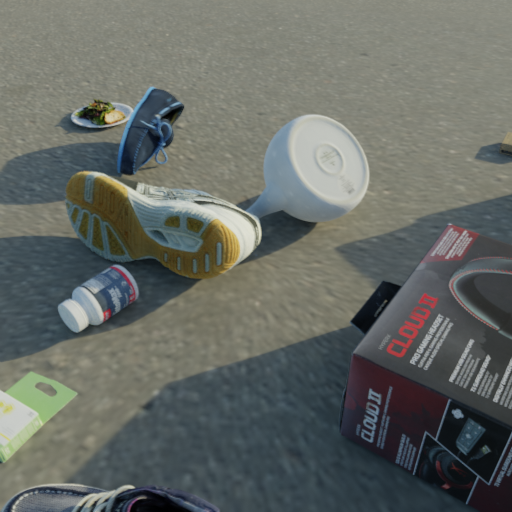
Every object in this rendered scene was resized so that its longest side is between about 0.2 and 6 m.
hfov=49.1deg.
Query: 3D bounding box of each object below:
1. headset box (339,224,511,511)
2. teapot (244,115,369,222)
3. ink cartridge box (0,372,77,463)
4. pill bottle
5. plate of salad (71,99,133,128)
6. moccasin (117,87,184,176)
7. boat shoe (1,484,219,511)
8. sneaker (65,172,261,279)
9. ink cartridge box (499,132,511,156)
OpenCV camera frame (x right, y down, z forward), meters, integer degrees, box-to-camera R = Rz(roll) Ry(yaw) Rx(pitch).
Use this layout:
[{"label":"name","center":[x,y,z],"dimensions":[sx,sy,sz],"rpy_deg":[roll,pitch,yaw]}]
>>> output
[{"label":"headset box","center":[2.877,1.286,6.019],"dimensions":[3.763,1.411,2.797],"rpy_deg":[23,43,28]},{"label":"teapot","center":[0.876,-1.361,9.544],"dimensions":[1.934,1.412,1.908],"rpy_deg":[14,66,-24]},{"label":"ink cartridge box","center":[-2.744,1.729,6.426],"dimensions":[0.793,0.261,1.090],"rpy_deg":[20,43,25]},{"label":"pill bottle","center":[-2.150,0.598,7.628],"dimensions":[0.582,0.582,0.972],"rpy_deg":[27,46,30]},{"label":"plate of salad","center":[-3.575,-3.337,12.980],"dimensions":[1.421,0.341,1.421],"rpy_deg":[-1,38,0]},{"label":"moccasin","center":[-2.034,-2.550,11.165],"dimensions":[0.885,1.044,2.595],"rpy_deg":[18,51,-6]},{"label":"boat shoe","center":[-1.294,2.333,4.936],"dimensions":[2.321,1.076,0.867],"rpy_deg":[9,38,11]},{"label":"sneaker","center":[-1.481,-0.527,8.856],"dimensions":[3.344,1.265,1.466],"rpy_deg":[21,24,24]},{"label":"ink cartridge box","center":[5.442,-2.319,11.718],"dimensions":[0.542,0.247,0.658],"rpy_deg":[19,41,25]}]
